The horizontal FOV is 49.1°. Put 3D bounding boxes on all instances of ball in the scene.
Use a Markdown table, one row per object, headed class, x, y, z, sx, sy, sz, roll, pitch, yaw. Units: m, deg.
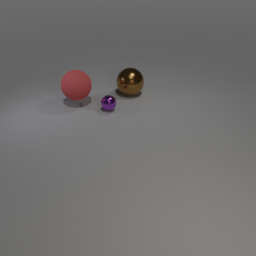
| class | x | y | z | sx | sy | sz | roll | pitch | yaw |
| --- | --- | --- | --- | --- | --- | --- | --- | --- | --- |
| ball | -0.880 | -1.149 | 12.719 | 0.700 | 0.700 | 0.700 | 0 | 31 | 0 |
| ball | 0.111 | -2.322 | 14.077 | 1.400 | 1.400 | 1.400 | 0 | 31 | 0 |
| ball | -2.373 | -1.961 | 12.853 | 1.400 | 1.400 | 1.400 | 0 | 31 | 0 |
